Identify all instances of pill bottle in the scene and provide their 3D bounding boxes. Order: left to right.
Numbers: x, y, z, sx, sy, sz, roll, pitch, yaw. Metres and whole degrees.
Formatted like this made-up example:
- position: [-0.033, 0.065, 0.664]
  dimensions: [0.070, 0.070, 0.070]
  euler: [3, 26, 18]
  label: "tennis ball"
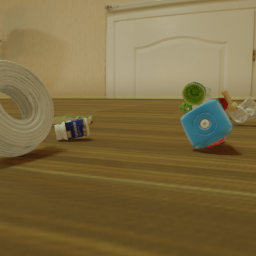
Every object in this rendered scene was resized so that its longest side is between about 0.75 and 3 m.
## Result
- position: [-1.351, 0.037, 6.763]
  dimensions: [0.778, 0.450, 0.450]
  euler: [-12, 10, -11]
  label: "pill bottle"

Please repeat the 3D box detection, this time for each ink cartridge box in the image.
- position: [2.900, -1.140, 11.311]
  dimensions: [0.956, 1.176, 0.336]
  euler: [14, -26, -17]
  label: "ink cartridge box"

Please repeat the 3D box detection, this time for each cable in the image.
- position: [-2.153, -0.370, 5.115]
  dimensions: [0.613, 1.772, 1.771]
  euler: [-24, -19, 28]
  label: "cable"

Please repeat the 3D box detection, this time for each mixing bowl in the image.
- position: [3.840, -0.989, 11.889]
  dimensions: [1.033, 0.559, 1.033]
  euler: [-7, 7, 1]
  label: "mixing bowl"

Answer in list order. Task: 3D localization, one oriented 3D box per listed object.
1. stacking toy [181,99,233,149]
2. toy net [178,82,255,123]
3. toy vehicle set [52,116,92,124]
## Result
- position: [1.809, 0.069, 6.011]
  dimensions: [0.866, 0.819, 1.493]
  euler: [-31, -24, 18]
  label: "stacking toy"
- position: [3.129, -0.645, 9.623]
  dimensions: [2.722, 1.428, 0.526]
  euler: [20, 32, 12]
  label: "toy net"
- position: [-2.119, -0.301, 10.333]
  dimensions: [1.496, 0.198, 0.930]
  euler: [0, 8, -4]
  label: "toy vehicle set"
